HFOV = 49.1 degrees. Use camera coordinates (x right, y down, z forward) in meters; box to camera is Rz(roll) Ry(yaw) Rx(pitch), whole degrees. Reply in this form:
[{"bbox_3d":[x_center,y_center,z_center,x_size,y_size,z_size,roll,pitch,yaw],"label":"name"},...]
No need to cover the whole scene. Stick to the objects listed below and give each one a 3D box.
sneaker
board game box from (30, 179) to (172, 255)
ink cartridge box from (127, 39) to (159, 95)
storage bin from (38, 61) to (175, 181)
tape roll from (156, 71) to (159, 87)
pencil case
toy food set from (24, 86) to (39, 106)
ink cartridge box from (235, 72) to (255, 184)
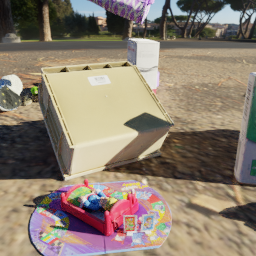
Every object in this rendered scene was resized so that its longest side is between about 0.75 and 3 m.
[{"bbox_3d":[-4.903,-1.311,11.209,1.050,1.041,2.898,-31,29,3],"label":"sneaker"},{"bbox_3d":[-0.461,1.291,4.906,2.439,0.475,1.927,-2,21,-7],"label":"board game box"},{"bbox_3d":[0.578,-2.547,12.101,1.031,2.431,1.771,-4,22,-11],"label":"ink cartridge box"},{"bbox_3d":[-0.635,-0.381,6.740,2.496,1.170,2.478,-12,55,-26],"label":"storage bin"},{"bbox_3d":[0.536,-2.587,14.617,2.145,0.704,2.145,0,20,0],"label":"tape roll"},{"bbox_3d":[-0.320,-4.256,9.129,2.253,0.963,0.945,22,59,-5],"label":"pencil case"},{"bbox_3d":[-3.358,-1.769,11.892,2.365,0.475,1.633,-25,27,-13],"label":"toy food set"},{"bbox_3d":[3.692,0.110,5.442,2.803,2.256,0.702,5,19,13],"label":"ink cartridge box"}]
